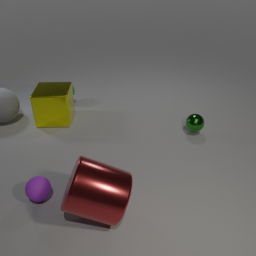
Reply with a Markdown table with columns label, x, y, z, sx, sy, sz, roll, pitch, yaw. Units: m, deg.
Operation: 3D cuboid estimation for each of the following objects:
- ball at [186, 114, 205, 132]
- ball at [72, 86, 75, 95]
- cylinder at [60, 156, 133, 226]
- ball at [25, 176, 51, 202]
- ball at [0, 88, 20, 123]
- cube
| label | x | y | z | sx | sy | sz | roll | pitch | yaw |
| --- | --- | --- | --- | --- | --- | --- | --- | --- | --- |
| ball | 2.541 | -0.198 | 10.628 | 0.700 | 0.700 | 0.700 | 0 | 32 | 0 |
| ball | -2.749 | -1.665 | 12.589 | 0.700 | 0.700 | 0.700 | 0 | 32 | 0 |
| cylinder | -0.785 | 1.566 | 7.005 | 1.400 | 1.400 | 1.400 | 21 | 30 | -11 |
| ball | -2.489 | 1.685 | 7.778 | 0.700 | 0.700 | 0.700 | 0 | 32 | 0 |
| ball | -5.126 | -0.917 | 11.331 | 1.400 | 1.400 | 1.400 | 0 | 32 | 0 |
| cube | -3.018 | -0.971 | 11.441 | 1.400 | 1.400 | 1.400 | -1 | 32 | -2 |
